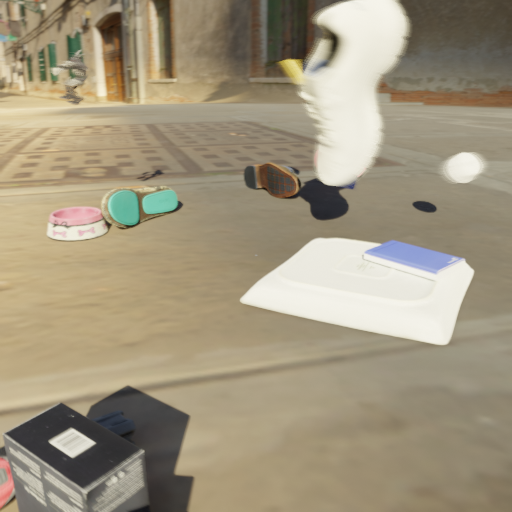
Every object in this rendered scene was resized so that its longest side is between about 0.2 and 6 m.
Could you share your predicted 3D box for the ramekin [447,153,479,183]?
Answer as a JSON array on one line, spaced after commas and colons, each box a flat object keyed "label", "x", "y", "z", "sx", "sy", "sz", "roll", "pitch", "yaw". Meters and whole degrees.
[{"label": "ramekin", "x": 4.269, "y": -1.823, "z": 11.495, "sx": 0.592, "sy": 0.592, "sz": 0.288, "roll": -5, "pitch": -19, "yaw": -15}]

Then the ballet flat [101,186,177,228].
[{"label": "ballet flat", "x": -2.969, "y": -1.177, "z": 13.228, "sx": 1.023, "sy": 0.921, "sz": 2.716, "roll": 1, "pitch": 11, "yaw": 26}]

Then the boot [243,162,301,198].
[{"label": "boot", "x": 0.801, "y": -2.300, "z": 16.167, "sx": 1.265, "sy": 0.975, "sz": 2.610, "roll": -14, "pitch": 22, "yaw": -29}]

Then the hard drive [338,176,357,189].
[{"label": "hard drive", "x": 1.761, "y": -1.662, "z": 11.449, "sx": 0.594, "sy": 0.114, "sz": 0.900, "roll": 13, "pitch": -19, "yaw": 6}]

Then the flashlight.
[{"label": "flashlight", "x": -1.956, "y": 1.897, "z": 5.061, "sx": 1.669, "sy": 0.567, "sz": 0.565, "roll": -11, "pitch": 25, "yaw": -41}]

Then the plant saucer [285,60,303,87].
[{"label": "plant saucer", "x": 0.907, "y": -4.088, "z": 12.476, "sx": 0.163, "sy": 0.674, "sz": 0.674, "roll": -35, "pitch": 10, "yaw": 9}]

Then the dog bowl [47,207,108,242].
[{"label": "dog bowl", "x": -3.988, "y": -0.736, "z": 12.472, "sx": 1.315, "sy": 0.485, "sz": 1.315, "roll": -1, "pitch": 19, "yaw": 0}]

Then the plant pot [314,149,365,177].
[{"label": "plant pot", "x": 2.635, "y": -3.172, "z": 18.143, "sx": 1.497, "sy": 1.497, "sz": 1.340, "roll": -9, "pitch": 6, "yaw": -24}]

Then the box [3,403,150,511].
[{"label": "box", "x": -1.399, "y": 1.861, "z": 4.421, "sx": 1.070, "sy": 0.974, "sz": 0.557, "roll": 14, "pitch": 24, "yaw": 35}]

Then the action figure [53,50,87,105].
[{"label": "action figure", "x": -3.906, "y": -3.781, "z": 11.856, "sx": 0.652, "sy": 1.098, "sz": 0.560, "roll": 39, "pitch": 38, "yaw": 28}]

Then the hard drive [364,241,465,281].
[{"label": "hard drive", "x": 2.630, "y": 0.054, "z": 9.372, "sx": 0.903, "sy": 0.174, "sz": 1.368, "roll": -18, "pitch": 26, "yaw": -41}]

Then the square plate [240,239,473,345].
[{"label": "square plate", "x": 1.844, "y": 0.348, "z": 9.484, "sx": 3.194, "sy": 0.459, "sz": 3.224, "roll": 9, "pitch": 22, "yaw": 25}]

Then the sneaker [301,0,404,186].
[{"label": "sneaker", "x": 1.383, "y": -2.746, "z": 9.713, "sx": 1.468, "sy": 3.371, "sz": 1.256, "roll": -17, "pitch": 40, "yaw": -28}]
